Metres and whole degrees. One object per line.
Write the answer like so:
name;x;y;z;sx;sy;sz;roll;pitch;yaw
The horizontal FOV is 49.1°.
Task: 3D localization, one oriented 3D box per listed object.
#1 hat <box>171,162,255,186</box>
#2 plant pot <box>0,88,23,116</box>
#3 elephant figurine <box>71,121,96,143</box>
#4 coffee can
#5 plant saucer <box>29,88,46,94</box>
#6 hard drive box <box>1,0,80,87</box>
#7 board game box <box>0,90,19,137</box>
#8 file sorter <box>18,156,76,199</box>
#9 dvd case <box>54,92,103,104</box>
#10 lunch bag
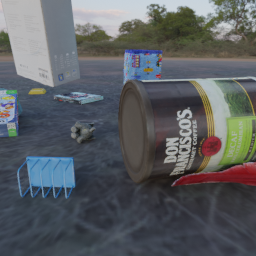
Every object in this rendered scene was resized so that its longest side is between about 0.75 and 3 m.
hat;2.833;0.996;4.415;2.829;2.490;2.343;43;9;28
plant pot;-4.204;-0.832;9.250;1.206;0.812;1.206;-2;30;1
elephant figurine;-1.081;0.074;7.254;0.635;0.579;0.818;35;10;13
coffee can;1.210;-0.038;5.242;2.456;1.797;1.797;-5;17;-15
plant saucer;-4.635;-1.888;14.343;0.790;0.192;0.790;-3;17;-8
hard drive box;-2.427;-2.631;7.754;1.974;2.532;0.973;22;36;36
board game box;-4.501;-0.357;7.703;2.767;0.477;1.873;-6;37;-18
file sorter;-1.326;0.824;4.594;0.796;0.552;0.488;1;19;4
dvd case;-2.212;-1.356;12.533;1.830;0.201;1.336;14;22;37
lunch bag;0.292;-2.375;12.513;1.346;2.154;2.861;-5;18;-19
